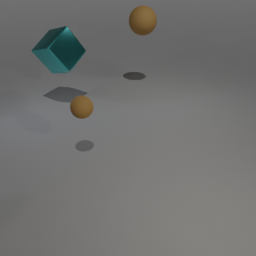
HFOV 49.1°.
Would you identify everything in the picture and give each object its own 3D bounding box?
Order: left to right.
[{"bbox_3d":[-3.012,-3.377,12.269,1.400,1.400,1.400,9,60,43],"label":"cube"},{"bbox_3d":[-1.393,-0.628,8.444,0.700,0.700,0.700,0,29,0],"label":"ball"},{"bbox_3d":[0.740,-5.367,14.009,1.400,1.400,1.400,0,29,0],"label":"ball"}]
